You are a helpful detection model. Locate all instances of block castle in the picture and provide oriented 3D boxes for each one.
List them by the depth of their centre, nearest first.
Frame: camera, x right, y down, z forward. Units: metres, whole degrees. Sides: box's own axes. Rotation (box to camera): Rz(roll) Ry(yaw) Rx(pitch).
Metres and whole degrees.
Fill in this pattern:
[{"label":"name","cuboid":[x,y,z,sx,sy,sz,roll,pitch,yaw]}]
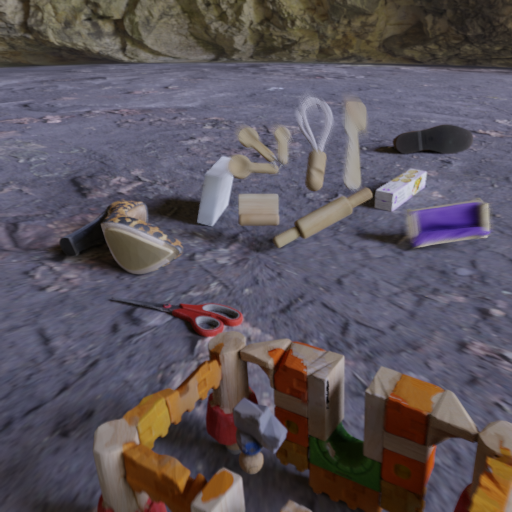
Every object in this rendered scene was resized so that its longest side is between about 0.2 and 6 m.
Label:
[{"label":"block castle","cuboid":[0.392,1.888,4.313,2.981,1.399,1.992,13,31,31]}]

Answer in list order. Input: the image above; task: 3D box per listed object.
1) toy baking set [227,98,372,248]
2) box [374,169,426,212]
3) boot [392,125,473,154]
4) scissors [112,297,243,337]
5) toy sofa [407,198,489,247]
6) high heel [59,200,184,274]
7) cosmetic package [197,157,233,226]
[{"label":"toy baking set","cuboid":[0.952,-1.672,10.461,3.226,2.476,0.375,-24,-12,-6]},{"label":"box","cuboid":[3.438,-1.586,13.217,0.463,0.432,2.234,16,28,31]},{"label":"boot","cuboid":[5.458,-3.624,17.427,2.413,0.888,0.910,-2,13,1]},{"label":"scissors","cuboid":[-1.174,0.777,8.334,2.067,0.144,0.756,14,30,31]},{"label":"toy sofa","cuboid":[3.539,-0.622,10.356,1.408,0.583,0.687,-8,19,11]},{"label":"high heel","cuboid":[-1.947,-0.549,10.107,2.786,0.995,1.986,5,29,34]},{"label":"cosmetic package","cuboid":[-0.824,-1.404,11.945,0.375,1.094,1.451,17,25,4]}]
